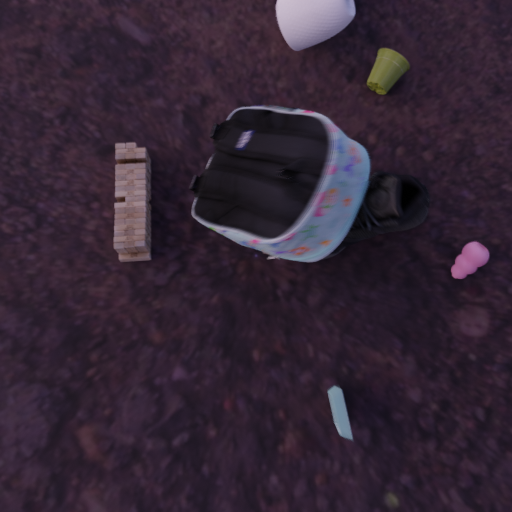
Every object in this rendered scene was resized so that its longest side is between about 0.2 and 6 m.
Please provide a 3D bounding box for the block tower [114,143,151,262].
[{"bbox_3d":[-2.405,-1.062,10.948,0.613,0.656,2.269,-4,75,-1],"label":"block tower"}]

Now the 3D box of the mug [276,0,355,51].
[{"bbox_3d":[1.173,-5.090,11.293,1.337,1.525,1.126,-10,42,30],"label":"mug"}]

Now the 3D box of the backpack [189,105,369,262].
[{"bbox_3d":[0.527,-1.179,9.619,2.831,2.131,2.513,18,84,51],"label":"backpack"}]

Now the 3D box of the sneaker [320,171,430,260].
[{"bbox_3d":[1.768,-0.770,10.298,2.914,1.669,1.114,-15,75,7],"label":"sneaker"}]

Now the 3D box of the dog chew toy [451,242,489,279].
[{"bbox_3d":[4.016,0.119,10.607,0.486,0.486,0.780,41,116,11],"label":"dog chew toy"}]

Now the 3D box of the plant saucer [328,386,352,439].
[{"bbox_3d":[1.343,2.526,9.161,0.196,2.064,0.722,-12,77,4],"label":"plant saucer"}]

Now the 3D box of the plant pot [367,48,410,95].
[{"bbox_3d":[2.702,-3.815,11.763,0.757,0.757,0.719,32,89,9],"label":"plant pot"}]
